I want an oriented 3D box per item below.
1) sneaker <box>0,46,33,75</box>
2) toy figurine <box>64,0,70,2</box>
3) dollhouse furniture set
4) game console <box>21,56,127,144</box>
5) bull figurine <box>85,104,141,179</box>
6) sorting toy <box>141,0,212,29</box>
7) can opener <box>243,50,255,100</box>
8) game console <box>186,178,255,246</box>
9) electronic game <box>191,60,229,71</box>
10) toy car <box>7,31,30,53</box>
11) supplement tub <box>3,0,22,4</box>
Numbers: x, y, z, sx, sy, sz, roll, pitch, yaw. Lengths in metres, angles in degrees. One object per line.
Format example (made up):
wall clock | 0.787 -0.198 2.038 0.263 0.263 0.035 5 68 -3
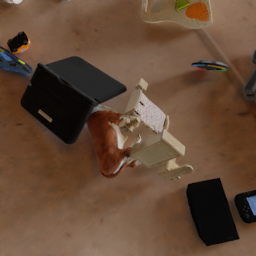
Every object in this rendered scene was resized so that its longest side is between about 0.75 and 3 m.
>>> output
sneaker | -3.714 -2.019 8.954 1.512 0.498 0.593 33 99 6
toy figurine | -2.436 -5.087 9.863 1.075 1.058 0.748 17 58 8
dollhouse furniture set | 1.026 -0.144 7.504 2.011 1.151 2.358 39 47 -23
game console | -1.647 -0.946 8.380 2.411 1.403 2.121 35 101 26
bull figurine | -0.468 0.097 7.763 1.526 0.819 2.513 -20 72 7
sorting toy | 1.517 -4.650 9.778 2.289 1.358 2.543 -12 66 16
can opener | 4.127 -1.779 8.847 0.699 0.554 2.103 12 61 43
game console | 2.951 1.991 7.303 2.688 0.324 1.586 -10 68 -5
electronic game | 2.496 -1.868 8.542 1.114 1.114 0.232 8 96 3
toy car | -3.863 -3.078 9.300 1.598 0.532 0.784 43 95 13
supplement tub | -4.388 -4.966 9.922 1.177 0.852 0.852 23 69 9
